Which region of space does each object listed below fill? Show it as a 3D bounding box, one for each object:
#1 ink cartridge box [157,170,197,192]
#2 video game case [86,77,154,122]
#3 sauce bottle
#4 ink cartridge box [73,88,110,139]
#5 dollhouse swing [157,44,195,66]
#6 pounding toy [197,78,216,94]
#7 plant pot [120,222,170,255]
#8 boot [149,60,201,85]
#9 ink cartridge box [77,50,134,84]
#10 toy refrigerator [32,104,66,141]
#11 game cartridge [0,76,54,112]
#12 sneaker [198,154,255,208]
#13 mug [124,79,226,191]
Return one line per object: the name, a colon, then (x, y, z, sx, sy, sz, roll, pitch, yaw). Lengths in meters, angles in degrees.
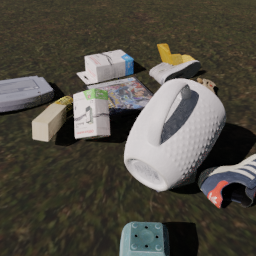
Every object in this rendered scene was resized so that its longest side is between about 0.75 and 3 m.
ink cartridge box: (0.973, 0.821, 8.066, 1.104, 0.510, 2.027, -12, 39, -15)
video game case: (-0.224, -1.209, 11.041, 2.245, 0.317, 2.484, -14, 38, -19)
sauce bottle: (-2.302, -0.906, 10.429, 0.558, 0.558, 1.690, 20, 42, 25)
ink cartridge box: (-1.134, -0.406, 8.695, 1.040, 1.430, 0.601, -9, -9, 42)
dollhouse swing: (2.453, -3.512, 13.451, 1.367, 1.413, 1.554, -27, 39, -1)
pounding toy: (3.207, -1.584, 11.589, 0.650, 0.652, 1.137, 21, 42, -19)
plant pot: (0.335, 2.411, 5.445, 1.056, 1.076, 1.053, 1, 37, 2)
boot: (2.101, -2.667, 12.560, 2.344, 0.862, 1.120, -23, 48, -27)
ink cartridge box: (-1.075, -2.829, 12.857, 2.342, 0.794, 1.358, -18, 40, -23)
toy refrigerator: (-2.475, -0.217, 8.873, 0.552, 0.599, 1.578, 9, 26, 4)
game cartridge: (-4.434, -1.327, 10.877, 2.785, 0.564, 1.857, -15, 35, -28)
sneaker: (3.086, 1.382, 7.057, 2.468, 0.925, 1.043, -17, 38, -7)
mug: (0.979, 0.054, 6.514, 1.920, 2.601, 2.280, 25, 60, 24)
